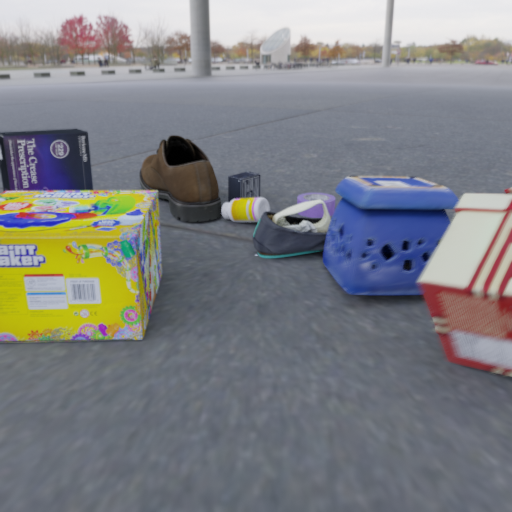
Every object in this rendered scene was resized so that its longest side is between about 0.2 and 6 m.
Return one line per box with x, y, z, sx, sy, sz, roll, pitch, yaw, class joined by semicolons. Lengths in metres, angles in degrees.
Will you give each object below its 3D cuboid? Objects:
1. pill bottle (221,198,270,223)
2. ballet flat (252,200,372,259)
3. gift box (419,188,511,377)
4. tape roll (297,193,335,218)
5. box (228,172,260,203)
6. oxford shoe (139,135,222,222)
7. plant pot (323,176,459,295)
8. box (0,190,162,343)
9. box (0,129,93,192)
-0.216;-0.862;10.608;0.884;0.461;0.461;1;19;34;pill bottle
1.243;-0.477;9.124;2.611;0.954;0.954;-3;21;-9;ballet flat
2.791;0.292;5.604;1.649;1.522;1.540;11;51;38;gift box
1.208;-1.026;11.316;0.761;0.323;0.761;0;20;0;tape roll
-0.257;-1.411;11.866;0.393;0.638;0.633;18;27;36;box
-1.642;-1.886;11.966;1.289;1.497;3.547;-13;23;-26;oxford shoe
1.884;-0.355;7.888;1.575;1.416;1.575;1;16;-8;plant pot
-2.427;0.035;7.196;2.175;1.327;2.095;-1;20;-3;box
-3.346;-1.071;9.037;1.293;1.832;0.722;-12;21;-32;box
